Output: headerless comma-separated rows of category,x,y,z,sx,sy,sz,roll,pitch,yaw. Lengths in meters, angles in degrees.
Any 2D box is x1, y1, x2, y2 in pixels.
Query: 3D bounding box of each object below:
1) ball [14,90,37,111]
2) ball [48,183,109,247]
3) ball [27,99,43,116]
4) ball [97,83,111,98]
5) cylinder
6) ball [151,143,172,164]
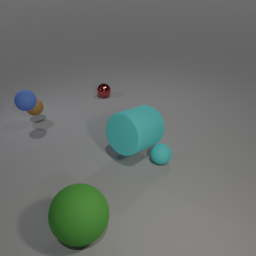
ball,-3.380,-0.909,9.240,0.700,0.700,0.700,0,31,0
ball,-1.134,2.001,6.513,1.400,1.400,1.400,0,31,0
ball,-3.827,-0.856,11.457,0.700,0.700,0.700,0,31,0
ball,-1.199,-1.866,13.913,0.700,0.700,0.700,0,31,0
cylinder,0.245,0.051,9.144,1.400,1.400,1.400,23,28,34
ball,1.107,0.862,9.335,0.700,0.700,0.700,0,31,0
